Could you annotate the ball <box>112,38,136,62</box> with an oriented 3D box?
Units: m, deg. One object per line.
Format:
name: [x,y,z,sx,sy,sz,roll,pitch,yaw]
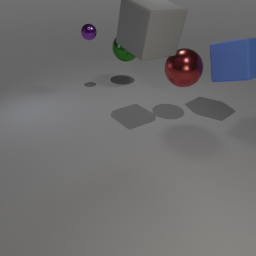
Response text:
ball: [-0.091,-4.055,14.072,1.400,1.400,1.400,0,29,0]

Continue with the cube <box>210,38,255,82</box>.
cube: [4.005,-2.518,10.361,1.400,1.400,1.400,5,18,42]

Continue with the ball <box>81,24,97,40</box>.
ball: [-1.747,-4.281,12.499,0.700,0.700,0.700,0,29,0]

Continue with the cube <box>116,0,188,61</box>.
cube: [0.654,-3.004,8.345,1.400,1.400,1.400,-18,46,-32]

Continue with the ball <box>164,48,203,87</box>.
ball: [2.042,-2.198,10.273,1.400,1.400,1.400,0,29,0]
